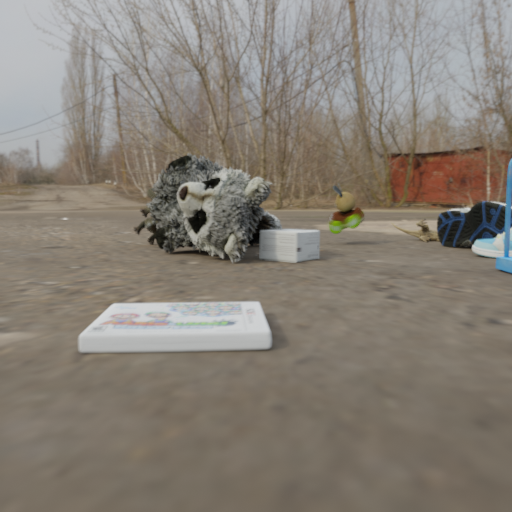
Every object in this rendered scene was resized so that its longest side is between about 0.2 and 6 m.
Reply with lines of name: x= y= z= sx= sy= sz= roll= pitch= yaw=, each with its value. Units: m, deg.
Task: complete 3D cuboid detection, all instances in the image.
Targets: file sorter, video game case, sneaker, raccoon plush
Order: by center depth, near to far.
video game case: x=-0.548 y=0.500 z=4.124 sx=1.233 sy=0.146 sz=1.122 roll=-1 pitch=6 yaw=-3
file sorter: x=4.259 y=-0.489 z=6.296 sx=1.912 sy=1.690 sz=2.755 roll=1 pitch=5 yaw=0
sneaker: x=4.286 y=-0.415 z=9.164 sx=1.450 sy=0.946 sz=0.577 roll=4 pitch=8 yaw=40
raccoon plush: x=-0.073 y=-0.800 z=10.020 sx=2.499 sy=1.804 sz=3.729 roll=16 pitch=15 yaw=43
sneaker: x=4.525 y=-0.588 z=10.657 sx=1.000 sy=0.983 sz=2.595 roll=-5 pitch=8 yaw=-13

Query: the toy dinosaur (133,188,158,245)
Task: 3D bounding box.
toy dinosaur: x=-2.040 y=-0.865 z=11.912 sx=0.987 sy=0.742 sz=1.929 roll=-30 pitch=30 yaw=21

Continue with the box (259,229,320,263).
box: x=0.546 y=-0.178 z=9.115 sx=0.743 sy=0.485 sz=0.739 roll=5 pitch=7 yaw=36

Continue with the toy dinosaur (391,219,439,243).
toy dinosaur: x=3.962 y=-0.498 z=13.080 sx=1.795 sy=0.522 sz=0.908 roll=10 pitch=-6 yaw=22

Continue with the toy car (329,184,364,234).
toy car: x=1.832 y=-1.070 z=11.991 sx=0.767 sy=0.971 sz=0.798 roll=-17 pitch=10 yaw=22
